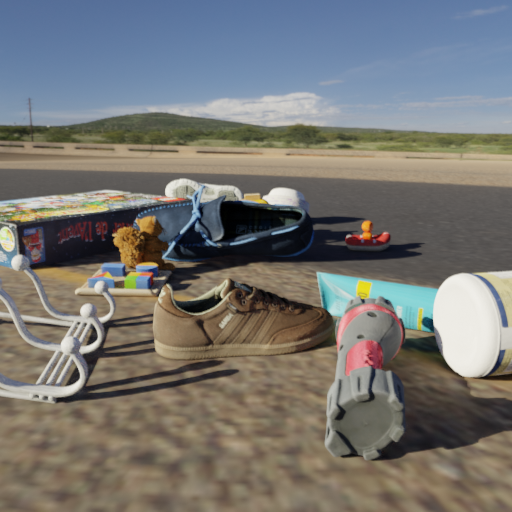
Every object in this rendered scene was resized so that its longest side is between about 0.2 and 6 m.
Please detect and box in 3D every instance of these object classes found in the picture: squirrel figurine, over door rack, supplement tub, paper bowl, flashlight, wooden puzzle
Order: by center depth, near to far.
[{"bbox_3d":[1.037,0.959,5.031,0.724,0.721,2.131,2,12,10],"label":"flashlight"},{"bbox_3d":[2.648,0.655,5.645,1.419,1.024,1.024,-3,13,-12],"label":"supplement tub"},{"bbox_3d":[-3.076,0.677,5.705,2.950,0.983,2.179,-2,12,-6],"label":"over door rack"},{"bbox_3d":[-2.026,0.338,8.723,1.200,0.300,1.296,1,12,3],"label":"wooden puzzle"},{"bbox_3d":[-1.878,-0.227,9.361,0.688,0.908,0.973,-1,-5,39],"label":"squirrel figurine"},{"bbox_3d":[0.776,-1.351,14.606,1.245,0.647,1.245,10,-8,1],"label":"paper bowl"}]

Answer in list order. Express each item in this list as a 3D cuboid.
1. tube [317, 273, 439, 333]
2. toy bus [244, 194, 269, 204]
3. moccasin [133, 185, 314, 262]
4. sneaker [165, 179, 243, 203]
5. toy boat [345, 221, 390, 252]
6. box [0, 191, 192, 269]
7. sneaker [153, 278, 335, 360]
[{"bbox_3d":[1.775,0.602,6.771,2.068,0.801,0.521,7,41,21],"label":"tube"},{"bbox_3d":[-0.070,-0.850,12.271,1.907,0.985,1.800,9,18,38],"label":"toy bus"},{"bbox_3d":[-0.630,-0.685,10.167,3.321,1.336,1.132,-4,-26,1],"label":"moccasin"},{"bbox_3d":[-1.564,-1.807,17.341,2.427,0.946,1.206,10,7,3],"label":"sneaker"},{"bbox_3d":[2.282,-0.416,11.421,0.902,0.590,0.589,1,13,6],"label":"toy boat"},{"bbox_3d":[-4.027,-0.737,12.236,3.107,0.857,4.549,9,15,34],"label":"box"},{"bbox_3d":[-0.075,0.642,6.226,2.102,0.794,0.740,-5,14,-19],"label":"sneaker"}]
